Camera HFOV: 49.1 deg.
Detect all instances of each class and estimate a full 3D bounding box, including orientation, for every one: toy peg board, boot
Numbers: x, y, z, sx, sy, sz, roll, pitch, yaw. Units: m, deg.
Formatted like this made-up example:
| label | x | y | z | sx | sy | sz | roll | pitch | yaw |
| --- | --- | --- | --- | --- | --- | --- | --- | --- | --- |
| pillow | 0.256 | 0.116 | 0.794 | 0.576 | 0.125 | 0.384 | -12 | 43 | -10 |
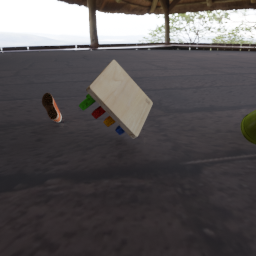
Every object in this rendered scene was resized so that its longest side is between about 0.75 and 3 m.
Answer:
| label | x | y | z | sx | sy | sz | roll | pitch | yaw |
| --- | --- | --- | --- | --- | --- | --- | --- | --- | --- |
| toy peg board | -0.379 | -0.715 | 8.104 | 0.893 | 1.819 | 1.826 | -32 | 19 | 37 |
| boot | -2.406 | -0.632 | 8.885 | 0.371 | 0.989 | 0.530 | -24 | -16 | 3 |

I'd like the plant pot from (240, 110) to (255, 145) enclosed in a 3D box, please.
| label | x | y | z | sx | sy | sz | roll | pitch | yaw |
| --- | --- | --- | --- | --- | --- | --- | --- | --- | --- |
| plant pot | 3.305 | -0.136 | 6.751 | 0.909 | 0.909 | 0.875 | 2 | -20 | 6 |
